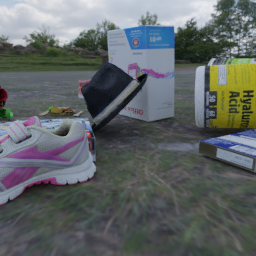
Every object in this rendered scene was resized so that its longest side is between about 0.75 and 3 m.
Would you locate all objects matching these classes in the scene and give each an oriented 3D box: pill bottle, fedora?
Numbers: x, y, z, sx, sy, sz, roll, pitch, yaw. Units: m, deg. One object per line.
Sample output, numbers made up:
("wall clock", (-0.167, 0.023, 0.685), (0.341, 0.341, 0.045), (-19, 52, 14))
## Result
("pill bottle", (3.213, -0.803, 7.024), (2.938, 1.635, 1.635), (0, 13, 17))
("fedora", (-0.576, -0.992, 7.595), (2.443, 1.115, 2.443), (-43, 9, 9))

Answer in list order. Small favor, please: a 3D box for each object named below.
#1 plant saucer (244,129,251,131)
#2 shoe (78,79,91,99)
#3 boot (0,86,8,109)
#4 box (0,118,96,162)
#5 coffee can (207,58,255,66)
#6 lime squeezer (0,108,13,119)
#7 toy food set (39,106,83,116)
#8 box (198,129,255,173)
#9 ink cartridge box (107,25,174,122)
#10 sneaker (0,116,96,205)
("plant saucer", (3.384, 0.203, 7.106), (0.442, 0.120, 1.265), (0, 15, 0))
("shoe", (-1.504, -1.965, 14.112), (2.088, 0.950, 0.746), (2, 14, 9))
("boot", (-4.666, -0.914, 9.223), (1.796, 0.873, 2.386), (-10, 12, 26))
("box", (-2.100, 0.267, 5.925), (2.686, 0.536, 1.839), (-3, 14, -11))
("coffee can", (3.954, -1.183, 8.790), (2.710, 1.983, 1.983), (8, 16, 30))
("lime squeezer", (-4.042, -0.463, 9.045), (1.959, 0.369, 0.692), (2, 1, 35))
("toy food set", (-2.390, -0.646, 10.154), (1.440, 0.289, 0.994), (1, 14, 6))
("box", (2.666, 0.389, 5.844), (2.109, 0.342, 1.277), (-10, 17, -34))
("ink cartridge box", (0.422, -1.845, 9.537), (1.252, 2.957, 2.137), (-15, 19, -34))
("sneaker", (-1.687, 0.384, 4.279), (2.489, 1.098, 1.013), (-10, 17, -36))
